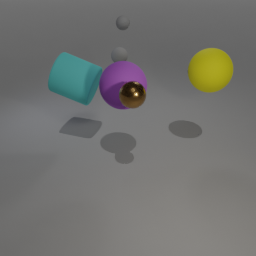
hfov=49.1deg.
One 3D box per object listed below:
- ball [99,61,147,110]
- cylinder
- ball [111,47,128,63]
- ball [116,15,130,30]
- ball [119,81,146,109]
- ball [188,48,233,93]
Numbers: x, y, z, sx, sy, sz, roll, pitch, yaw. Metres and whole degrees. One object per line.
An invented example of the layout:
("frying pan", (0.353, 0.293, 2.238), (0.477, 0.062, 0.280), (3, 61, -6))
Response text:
("ball", (-0.143, -1.239, 8.177), (1.400, 1.400, 1.400), (0, 29, 0))
("cylinder", (-1.768, -1.657, 9.522), (1.400, 1.400, 1.400), (22, 30, 0))
("ball", (-0.356, -3.026, 11.738), (0.700, 0.700, 0.700), (0, 29, 0))
("ball", (-0.257, -5.240, 13.968), (0.700, 0.700, 0.700), (0, 29, 0))
("ball", (0.115, -0.843, 7.136), (0.700, 0.700, 0.700), (0, 29, 0))
("ball", (2.635, -1.841, 8.992), (1.400, 1.400, 1.400), (0, 29, 0))
